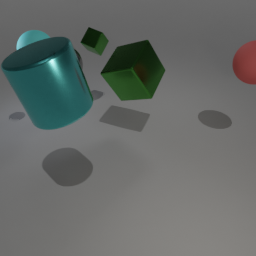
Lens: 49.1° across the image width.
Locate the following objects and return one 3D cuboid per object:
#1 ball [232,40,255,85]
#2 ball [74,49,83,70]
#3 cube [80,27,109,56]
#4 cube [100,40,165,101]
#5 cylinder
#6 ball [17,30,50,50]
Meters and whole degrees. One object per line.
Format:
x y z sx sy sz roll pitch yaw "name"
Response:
4.134 -2.116 9.083 1.400 1.400 1.400 0 33 0 "ball"
-2.325 -2.277 10.059 1.400 1.400 1.400 0 33 0 "ball"
-1.300 -3.391 11.002 0.700 0.700 0.700 27 -2 19 "cube"
0.202 -1.928 9.622 1.400 1.400 1.400 1 53 40 "cube"
-1.582 -0.918 5.715 1.400 1.400 1.400 -12 36 9 "cylinder"
-3.530 -3.032 10.780 1.400 1.400 1.400 0 33 0 "ball"
